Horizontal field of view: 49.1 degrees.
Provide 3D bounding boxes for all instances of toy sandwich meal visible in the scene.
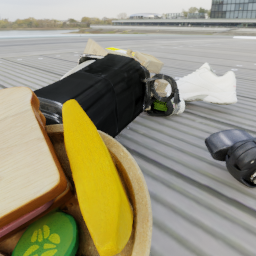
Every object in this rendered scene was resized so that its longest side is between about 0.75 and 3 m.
[{"bbox_3d":[-0.959,0.670,2.306,2.440,0.836,2.440,-9,52,12],"label":"toy sandwich meal"}]

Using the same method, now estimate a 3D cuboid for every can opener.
[{"bbox_3d":[2.826,0.334,4.972,2.938,0.931,1.155,-4,56,-21],"label":"can opener"}]

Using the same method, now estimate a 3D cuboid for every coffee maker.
[{"bbox_3d":[-0.672,-0.426,5.407,2.528,1.773,2.632,-10,24,33],"label":"coffee maker"}]

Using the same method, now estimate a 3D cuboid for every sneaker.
[{"bbox_3d":[2.153,-1.390,8.663,2.455,1.220,0.956,8,5,28],"label":"sneaker"},{"bbox_3d":[0.644,-0.772,8.141,1.907,0.704,0.834,18,22,29],"label":"sneaker"}]

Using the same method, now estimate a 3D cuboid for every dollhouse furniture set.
[{"bbox_3d":[0.313,-1.140,8.493,2.911,1.618,2.575,-2,38,-47],"label":"dollhouse furniture set"}]

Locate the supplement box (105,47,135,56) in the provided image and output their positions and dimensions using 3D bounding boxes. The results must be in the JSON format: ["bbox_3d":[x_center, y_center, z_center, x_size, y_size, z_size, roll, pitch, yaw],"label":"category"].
[{"bbox_3d":[-0.701,-2.424,11.308,1.295,1.303,2.379,-16,26,-23],"label":"supplement box"}]
